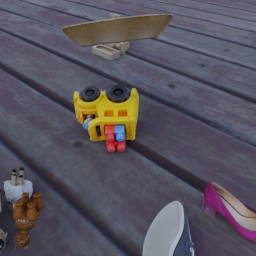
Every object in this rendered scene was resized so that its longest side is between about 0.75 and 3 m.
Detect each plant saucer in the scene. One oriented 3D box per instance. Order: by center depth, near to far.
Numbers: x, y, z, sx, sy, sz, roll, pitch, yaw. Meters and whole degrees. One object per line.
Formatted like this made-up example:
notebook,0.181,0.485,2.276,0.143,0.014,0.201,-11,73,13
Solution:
plant saucer,-0.229,-2.302,6.746,2.658,0.471,2.658,-6,17,2

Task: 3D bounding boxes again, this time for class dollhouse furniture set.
dollhouse furniture set,-0.728,-4.064,12.356,1.545,1.324,1.624,29,46,32

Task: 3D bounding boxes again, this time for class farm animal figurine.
farm animal figurine,-2.791,1.753,5.067,2.335,1.218,2.310,-4,18,-27

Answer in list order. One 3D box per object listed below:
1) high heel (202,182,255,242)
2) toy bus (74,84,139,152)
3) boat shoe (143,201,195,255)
high heel,2.258,1.668,5.475,1.644,0.790,0.554,19,42,22
toy bus,-0.604,-0.163,7.664,1.820,1.235,1.747,-1,54,2
boat shoe,0.781,2.376,4.851,0.769,0.891,2.453,43,32,-15
